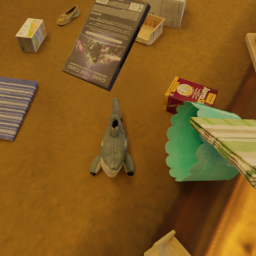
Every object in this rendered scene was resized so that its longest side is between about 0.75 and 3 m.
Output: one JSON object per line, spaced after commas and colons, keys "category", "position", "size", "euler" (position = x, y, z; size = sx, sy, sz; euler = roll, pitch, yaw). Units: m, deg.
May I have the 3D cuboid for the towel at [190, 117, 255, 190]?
{"category": "towel", "position": [2.278, 0.351, 5.022], "size": [1.680, 0.346, 2.252], "euler": [3, 22, -15]}

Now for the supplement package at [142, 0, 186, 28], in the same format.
{"category": "supplement package", "position": [1.603, -5.438, 12.132], "size": [1.721, 1.265, 1.645], "euler": [13, 54, 8]}

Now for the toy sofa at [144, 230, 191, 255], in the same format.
{"category": "toy sofa", "position": [1.175, 3.203, 5.988], "size": [0.729, 0.859, 1.760], "euler": [-16, 50, -43]}

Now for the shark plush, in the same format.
{"category": "shark plush", "position": [-0.248, 0.230, 7.906], "size": [1.211, 1.110, 2.665], "euler": [10, 53, 8]}

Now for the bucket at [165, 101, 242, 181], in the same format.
{"category": "bucket", "position": [1.943, 0.398, 7.209], "size": [1.352, 2.078, 2.078], "euler": [8, 51, -14]}

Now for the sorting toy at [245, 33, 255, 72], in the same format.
{"category": "sorting toy", "position": [6.006, -2.958, 10.486], "size": [2.501, 0.876, 2.516], "euler": [2, 53, 2]}

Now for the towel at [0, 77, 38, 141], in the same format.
{"category": "towel", "position": [-4.196, -0.720, 9.215], "size": [1.834, 0.302, 2.534], "euler": [7, 54, 3]}

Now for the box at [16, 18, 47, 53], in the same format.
{"category": "box", "position": [-3.827, -3.705, 11.163], "size": [0.646, 0.717, 1.275], "euler": [8, 52, 6]}

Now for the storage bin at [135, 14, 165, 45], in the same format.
{"category": "storage bin", "position": [0.639, -4.131, 11.563], "size": [1.281, 0.600, 1.272], "euler": [27, 57, 18]}

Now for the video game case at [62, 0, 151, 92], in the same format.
{"category": "video game case", "position": [-0.524, -1.937, 6.174], "size": [1.421, 0.189, 1.989], "euler": [26, 92, 29]}

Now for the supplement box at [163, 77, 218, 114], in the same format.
{"category": "supplement box", "position": [1.979, -0.884, 8.978], "size": [1.479, 0.763, 0.968], "euler": [21, 56, 16]}

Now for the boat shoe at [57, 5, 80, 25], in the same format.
{"category": "boat shoe", "position": [-2.647, -4.966, 12.318], "size": [0.473, 0.408, 1.297], "euler": [34, 60, 23]}
